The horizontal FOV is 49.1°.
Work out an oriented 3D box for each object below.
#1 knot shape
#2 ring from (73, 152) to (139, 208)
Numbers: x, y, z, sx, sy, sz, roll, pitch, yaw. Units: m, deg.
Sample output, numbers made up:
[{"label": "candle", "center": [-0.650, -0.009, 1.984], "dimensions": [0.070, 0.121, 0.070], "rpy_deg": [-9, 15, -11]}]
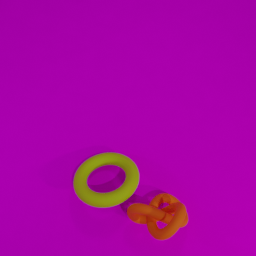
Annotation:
[{"label": "knot shape", "center": [0.747, 1.761, 5.791], "dimensions": [1.234, 1.319, 0.609], "rpy_deg": [-6, 93, -46]}, {"label": "ring", "center": [-0.478, 1.101, 6.170], "dimensions": [1.456, 0.291, 1.456], "rpy_deg": [-5, 40, 4]}]
